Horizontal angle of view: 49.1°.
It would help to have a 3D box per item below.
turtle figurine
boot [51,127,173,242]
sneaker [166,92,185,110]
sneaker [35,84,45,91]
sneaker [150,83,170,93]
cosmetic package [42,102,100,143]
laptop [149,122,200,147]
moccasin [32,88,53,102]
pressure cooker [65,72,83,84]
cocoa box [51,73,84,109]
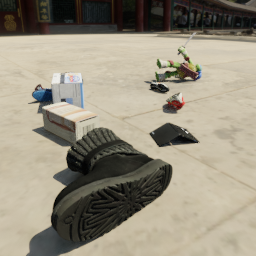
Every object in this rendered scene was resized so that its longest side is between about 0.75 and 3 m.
[{"bbox_3d":[2.826,-3.765,16.350,2.602,2.683,1.931,-10,-9,-13],"label":"turtle figurine"},{"bbox_3d":[-0.753,0.975,5.987,2.279,1.147,3.048,28,24,36],"label":"boot"},{"bbox_3d":[2.006,-1.059,11.711,0.577,0.636,1.497,-32,4,1],"label":"sneaker"},{"bbox_3d":[-4.142,-1.921,13.701,0.879,0.508,0.333,-15,27,-31],"label":"sneaker"},{"bbox_3d":[1.691,-2.100,14.201,0.503,0.463,1.257,-14,27,-34],"label":"sneaker"},{"bbox_3d":[-1.898,-0.197,9.246,1.896,0.827,0.980,19,30,38],"label":"cosmetic package"},{"bbox_3d":[1.484,0.304,9.055,1.213,0.626,1.075,20,17,-21],"label":"laptop"},{"bbox_3d":[-3.684,-1.529,12.789,1.522,0.612,0.519,-4,34,-44],"label":"moccasin"},{"bbox_3d":[-2.846,-2.423,14.422,0.891,0.877,0.997,-10,28,-31],"label":"pressure cooker"},{"bbox_3d":[-2.522,-1.542,11.856,1.226,1.246,1.868,-4,23,-10],"label":"cocoa box"}]
